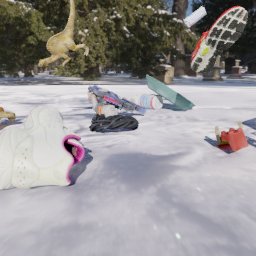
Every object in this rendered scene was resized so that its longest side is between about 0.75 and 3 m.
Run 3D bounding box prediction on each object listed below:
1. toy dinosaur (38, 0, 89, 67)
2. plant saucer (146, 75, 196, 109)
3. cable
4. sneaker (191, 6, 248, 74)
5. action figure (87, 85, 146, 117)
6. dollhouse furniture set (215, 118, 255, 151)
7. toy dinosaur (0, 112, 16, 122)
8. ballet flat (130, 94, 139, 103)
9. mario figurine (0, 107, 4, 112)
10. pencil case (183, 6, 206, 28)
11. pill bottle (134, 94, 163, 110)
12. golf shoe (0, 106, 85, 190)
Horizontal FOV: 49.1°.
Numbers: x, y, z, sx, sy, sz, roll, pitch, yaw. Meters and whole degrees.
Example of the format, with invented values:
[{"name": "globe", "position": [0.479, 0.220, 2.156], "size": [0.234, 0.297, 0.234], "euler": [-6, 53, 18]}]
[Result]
[{"name": "toy dinosaur", "position": [-1.912, -2.780, 8.955], "size": [1.350, 2.671, 0.777], "euler": [-2, 49, -49]}, {"name": "plant saucer", "position": [2.019, -1.698, 14.126], "size": [2.915, 0.524, 2.915], "euler": [31, 7, -5]}, {"name": "cable", "position": [-0.431, -0.118, 8.989], "size": [1.558, 0.485, 1.909], "euler": [6, 9, 2]}, {"name": "sneaker", "position": [2.686, -2.858, 8.838], "size": [0.924, 2.400, 1.019], "euler": [17, 48, -19]}, {"name": "action figure", "position": [-0.657, -0.845, 11.748], "size": [2.569, 1.344, 2.485], "euler": [23, 13, -14]}, {"name": "dollhouse furniture set", "position": [3.187, 0.274, 6.077], "size": [2.426, 0.987, 1.306], "euler": [-14, 6, 21]}, {"name": "toy dinosaur", "position": [-4.531, -0.369, 9.156], "size": [1.412, 0.813, 2.792], "euler": [0, 11, -6]}, {"name": "ballet flat", "position": [0.714, -1.630, 16.079], "size": [0.728, 0.673, 2.158], "euler": [-4, 11, -29]}, {"name": "mario figurine", "position": [-5.761, -0.822, 11.101], "size": [1.144, 0.983, 1.854], "euler": [5, 10, 16]}, {"name": "pencil case", "position": [2.664, -4.429, 11.177], "size": [0.913, 0.379, 0.414], "euler": [-33, -23, 18]}, {"name": "pill bottle", "position": [1.039, -1.373, 14.443], "size": [0.780, 0.780, 1.435], "euler": [-11, 15, -44]}, {"name": "golf shoe", "position": [-1.439, 0.327, 5.261], "size": [1.342, 1.104, 2.932], "euler": [8, 18, -3]}]
